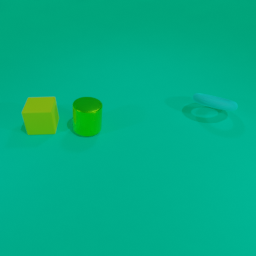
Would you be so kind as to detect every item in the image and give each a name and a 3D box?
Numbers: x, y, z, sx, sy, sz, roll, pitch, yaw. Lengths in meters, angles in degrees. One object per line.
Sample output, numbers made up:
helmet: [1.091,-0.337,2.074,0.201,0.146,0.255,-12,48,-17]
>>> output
ring: [2.510,-0.760,8.119,1.295,0.259,1.295,11,13,-3]
cube: [-2.387,-0.340,7.734,0.762,0.762,0.762,-2,38,-2]
cylinder: [-1.103,-0.318,7.623,0.798,0.798,0.798,5,36,-3]
